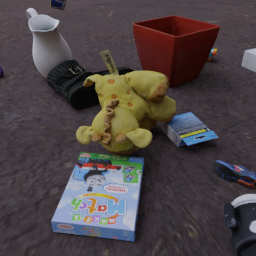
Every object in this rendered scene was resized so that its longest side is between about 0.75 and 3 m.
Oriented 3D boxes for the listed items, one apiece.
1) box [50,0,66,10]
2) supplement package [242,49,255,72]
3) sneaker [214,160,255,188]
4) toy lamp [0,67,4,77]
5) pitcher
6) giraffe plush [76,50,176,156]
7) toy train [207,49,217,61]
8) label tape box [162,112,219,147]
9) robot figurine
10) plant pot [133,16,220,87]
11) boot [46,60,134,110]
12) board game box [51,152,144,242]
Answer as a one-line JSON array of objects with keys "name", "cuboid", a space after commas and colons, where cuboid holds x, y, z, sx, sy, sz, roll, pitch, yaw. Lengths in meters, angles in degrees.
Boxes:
[{"name": "box", "cuboid": [-2.208, -4.688, 9.081, 0.488, 1.517, 0.531, 7, 43, -13]}, {"name": "supplement package", "cuboid": [6.047, -3.030, 12.813, 0.789, 0.792, 1.350, -15, 36, -21]}, {"name": "sneaker", "cuboid": [2.683, 1.115, 7.013, 1.109, 0.418, 0.435, 27, 34, 21]}, {"name": "toy lamp", "cuboid": [-6.266, -2.151, 11.734, 0.560, 0.560, 1.925, 28, 42, 35]}, {"name": "pitcher", "cuboid": [-3.312, -3.401, 11.486, 1.556, 2.567, 2.202, -28, 56, -18]}, {"name": "giraffe plush", "cuboid": [-0.090, -0.282, 7.456, 2.434, 2.821, 2.288, -20, 44, 32]}, {"name": "toy train", "cuboid": [3.555, -3.851, 14.300, 1.608, 0.595, 2.140, -10, 32, -12]}, {"name": "label tape box", "cuboid": [1.806, 0.145, 8.343, 1.037, 0.478, 1.447, -14, 38, -18]}, {"name": "robot figurine", "cuboid": [2.388, 1.946, 5.255, 0.923, 1.112, 1.480, -13, 29, 20]}, {"name": "plant pot", "cuboid": [1.905, -3.179, 11.731, 2.548, 2.247, 2.550, -24, 40, -31]}, {"name": "boot", "cuboid": [-1.418, -1.928, 10.835, 3.029, 1.140, 2.264, -20, 38, -26]}, {"name": "board game box", "cuboid": [-0.554, 1.443, 6.439, 1.679, 0.406, 2.219, 4, 35, 6]}]
